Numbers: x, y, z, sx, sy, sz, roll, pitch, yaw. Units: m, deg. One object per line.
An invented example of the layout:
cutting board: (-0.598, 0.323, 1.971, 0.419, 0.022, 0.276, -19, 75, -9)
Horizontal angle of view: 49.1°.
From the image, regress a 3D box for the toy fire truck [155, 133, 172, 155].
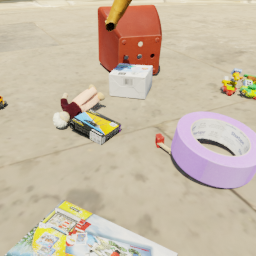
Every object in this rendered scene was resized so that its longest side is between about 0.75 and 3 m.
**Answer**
toy fire truck: (1.369, 0.533, 7.676, 0.892, 0.308, 1.265, -11, 33, -17)

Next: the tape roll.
tape roll: (2.216, 0.466, 7.051, 2.161, 0.709, 2.161, 7, 36, -5)

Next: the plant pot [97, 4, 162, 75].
plant pot: (0.199, -3.814, 12.950, 2.801, 2.804, 2.471, -7, 42, -12)

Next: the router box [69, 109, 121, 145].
router box: (-0.996, -0.063, 8.542, 1.283, 0.328, 0.957, 26, 38, 25)

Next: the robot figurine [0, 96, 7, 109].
robot figurine: (-5.086, -0.838, 9.866, 1.091, 0.438, 1.504, 19, 35, 26)

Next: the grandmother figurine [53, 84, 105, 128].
grandmother figurine: (-1.705, -0.693, 9.201, 1.217, 0.608, 2.007, 37, 53, 8)

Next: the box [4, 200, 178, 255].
box: (-0.652, 2.279, 4.561, 2.454, 0.463, 1.676, 16, 34, 26)

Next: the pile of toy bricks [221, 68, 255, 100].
pile of toy bricks: (4.774, -1.563, 10.790, 2.056, 1.140, 1.015, 8, 69, -6)

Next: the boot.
boot: (-0.255, -3.839, 8.916, 0.574, 1.633, 1.169, 24, 72, -10)

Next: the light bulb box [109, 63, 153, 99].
light bulb box: (0.143, -1.898, 11.182, 1.461, 0.920, 1.474, 8, 31, 12)
